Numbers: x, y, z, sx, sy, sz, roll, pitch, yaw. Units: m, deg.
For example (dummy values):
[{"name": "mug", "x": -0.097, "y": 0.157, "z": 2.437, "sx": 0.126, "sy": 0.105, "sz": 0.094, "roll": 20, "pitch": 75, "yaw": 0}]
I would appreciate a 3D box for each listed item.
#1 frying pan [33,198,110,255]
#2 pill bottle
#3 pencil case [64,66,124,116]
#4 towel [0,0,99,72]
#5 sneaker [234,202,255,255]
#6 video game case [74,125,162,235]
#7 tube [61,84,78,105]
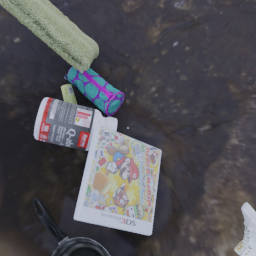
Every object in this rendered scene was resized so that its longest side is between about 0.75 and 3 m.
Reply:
[{"name": "frying pan", "x": -1.432, "y": 2.967, "z": 6.300, "sx": 2.658, "sy": 0.433, "sz": 1.608, "roll": 30, "pitch": 89, "yaw": 17}, {"name": "pill bottle", "x": -1.248, "y": -0.034, "z": 6.847, "sx": 1.831, "sy": 1.061, "sz": 1.061, "roll": 13, "pitch": 72, "yaw": -11}, {"name": "pencil case", "x": -0.871, "y": -1.070, "z": 7.325, "sx": 1.668, "sy": 0.771, "sz": 0.710, "roll": 41, "pitch": 76, "yaw": 21}, {"name": "towel", "x": -1.816, "y": -2.519, "z": 6.888, "sx": 2.575, "sy": 1.910, "sz": 0.470, "roll": 41, "pitch": 112, "yaw": -16}, {"name": "sneaker", "x": 2.571, "y": 2.330, "z": 5.884, "sx": 0.833, "sy": 0.531, "sz": 1.441, "roll": -31, "pitch": 96, "yaw": 9}, {"name": "video game case", "x": -0.111, "y": 1.173, "z": 6.258, "sx": 1.863, "sy": 0.234, "sz": 2.048, "roll": 23, "pitch": 63, "yaw": -28}, {"name": "tube", "x": -1.518, "y": -0.590, "z": 7.489, "sx": 0.331, "sy": 0.296, "sz": 1.139, "roll": -17, "pitch": 88, "yaw": 19}]
